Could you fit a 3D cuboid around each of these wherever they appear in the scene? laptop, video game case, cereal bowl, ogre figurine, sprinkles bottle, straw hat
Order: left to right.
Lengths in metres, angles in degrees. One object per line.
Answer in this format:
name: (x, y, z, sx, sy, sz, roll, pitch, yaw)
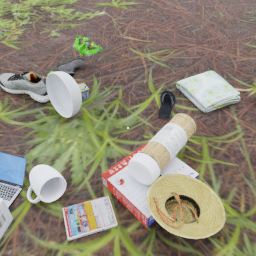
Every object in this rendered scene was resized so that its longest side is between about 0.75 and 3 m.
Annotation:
laptop: (-4.120, 1.624, 8.761, 1.433, 0.887, 1.530, 11, 41, 13)
cereal bowl: (-2.397, -1.364, 10.965, 1.817, 1.817, 0.757, 34, 45, 31)
ogre figurine: (-2.119, -4.025, 13.904, 1.490, 0.731, 0.893, 42, 57, -6)
video game case: (-1.132, 2.620, 8.256, 1.436, 0.125, 1.027, -12, 45, -13)
sprinkles bottle: (1.174, 0.589, 8.991, 0.947, 0.947, 2.776, 27, 49, 26)
straw hat: (1.454, 2.392, 7.851, 2.286, 0.968, 2.286, 10, 34, -7)

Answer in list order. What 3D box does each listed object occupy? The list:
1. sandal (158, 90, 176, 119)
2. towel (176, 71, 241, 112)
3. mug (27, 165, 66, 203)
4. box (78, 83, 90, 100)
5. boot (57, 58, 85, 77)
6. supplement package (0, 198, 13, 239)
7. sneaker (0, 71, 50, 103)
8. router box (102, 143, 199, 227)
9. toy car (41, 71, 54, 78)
sandal: (1.700, -1.090, 12.049, 0.682, 0.384, 1.794, 6, 43, 7)
towel: (3.595, -1.701, 12.587, 1.973, 0.555, 2.305, -17, 45, -19)
mug: (-2.673, 1.764, 8.721, 1.074, 0.905, 1.225, 31, 80, 42)
box: (-2.542, -1.422, 12.303, 1.635, 0.526, 0.573, -21, 47, -22)
boot: (-2.782, -2.926, 14.025, 1.462, 0.510, 0.962, -20, 49, -6)
supplement package: (-4.376, 2.472, 7.724, 1.823, 1.069, 1.066, 10, 44, 10)
sneaker: (-4.620, -2.108, 12.583, 2.952, 1.170, 1.091, 16, 46, 19)
router box: (0.707, 1.634, 8.983, 2.323, 0.567, 2.085, -32, 52, -30)
toy car: (-3.848, -2.419, 13.594, 1.049, 0.234, 0.987, 12, 44, 12)
